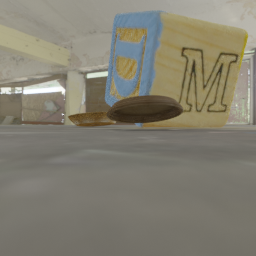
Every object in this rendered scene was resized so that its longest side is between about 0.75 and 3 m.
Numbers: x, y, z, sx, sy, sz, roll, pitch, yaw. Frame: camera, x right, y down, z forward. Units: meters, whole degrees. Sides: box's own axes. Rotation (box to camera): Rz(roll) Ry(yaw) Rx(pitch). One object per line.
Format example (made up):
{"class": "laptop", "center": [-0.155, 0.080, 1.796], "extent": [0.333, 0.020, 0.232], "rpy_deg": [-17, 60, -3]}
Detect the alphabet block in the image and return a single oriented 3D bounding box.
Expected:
{"class": "alphabet block", "center": [1.188, -1.673, 8.063], "extent": [2.812, 2.761, 2.747], "rpy_deg": [0, 20, -25]}

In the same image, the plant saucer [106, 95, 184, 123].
{"class": "plant saucer", "center": [0.324, -0.352, 5.510], "extent": [1.506, 0.222, 1.506], "rpy_deg": [-4, -12, -1]}

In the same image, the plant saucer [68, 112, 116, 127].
{"class": "plant saucer", "center": [-1.282, -0.302, 10.911], "extent": [2.078, 0.368, 2.078], "rpy_deg": [-3, -5, 0]}
